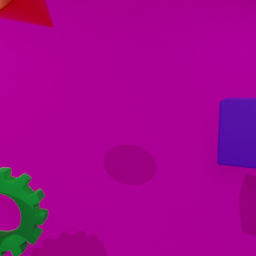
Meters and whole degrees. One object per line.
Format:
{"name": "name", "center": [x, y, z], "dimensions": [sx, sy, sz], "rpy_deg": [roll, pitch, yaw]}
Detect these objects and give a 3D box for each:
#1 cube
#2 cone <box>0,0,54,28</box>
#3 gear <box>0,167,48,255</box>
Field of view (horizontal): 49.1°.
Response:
{"name": "cube", "center": [2.048, 0.040, 4.554], "dimensions": [1.014, 1.014, 1.014], "rpy_deg": [4, 100, 24]}
{"name": "cone", "center": [-1.569, -1.952, 4.477], "dimensions": [1.170, 1.174, 1.170], "rpy_deg": [-8, 71, 23]}
{"name": "gear", "center": [-2.010, 1.349, 4.446], "dimensions": [1.400, 0.259, 1.400], "rpy_deg": [0, 96, 1]}
